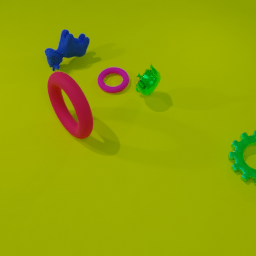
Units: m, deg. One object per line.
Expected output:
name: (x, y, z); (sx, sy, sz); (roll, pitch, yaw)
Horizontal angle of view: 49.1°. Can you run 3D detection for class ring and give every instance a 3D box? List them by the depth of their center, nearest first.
ring: (-1.581, -0.588, 7.573); (0.388, 1.938, 1.938); (-30, 62, -29)
ring: (-0.483, -1.591, 9.226); (1.055, 0.211, 1.055); (-1, 59, 1)

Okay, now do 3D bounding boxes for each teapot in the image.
teapot: (0.575, -1.425, 8.329); (0.660, 1.349, 0.839); (32, 57, -6)

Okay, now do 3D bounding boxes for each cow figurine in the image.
cow figurine: (-2.050, -2.552, 9.415); (1.395, 1.373, 0.766); (-1, 35, -39)

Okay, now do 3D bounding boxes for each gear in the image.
gear: (3.471, 0.782, 7.511); (1.438, 0.266, 1.438); (-5, 68, 11)
